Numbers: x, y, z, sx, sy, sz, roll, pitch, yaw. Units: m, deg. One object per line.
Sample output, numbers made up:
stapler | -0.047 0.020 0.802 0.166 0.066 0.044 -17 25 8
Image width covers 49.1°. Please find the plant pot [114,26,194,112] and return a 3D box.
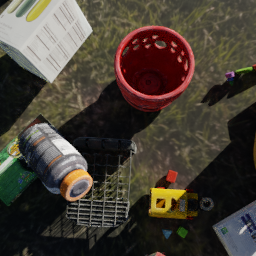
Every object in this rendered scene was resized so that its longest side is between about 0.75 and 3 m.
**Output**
plant pot | 0.783 -1.739 9.365 2.443 2.224 2.443 0 77 0

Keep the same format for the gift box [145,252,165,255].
gift box | 1.144 4.744 8.205 1.846 1.868 2.001 32 60 8

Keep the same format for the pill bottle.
pill bottle | -2.152 1.042 8.443 1.358 1.358 2.557 -45 55 -9

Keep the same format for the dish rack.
dish rack | -0.913 1.745 9.390 2.258 0.803 2.944 4 80 2

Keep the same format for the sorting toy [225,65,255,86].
sorting toy | 4.440 -1.949 10.375 1.673 0.580 0.576 -18 102 -6

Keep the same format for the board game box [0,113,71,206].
board game box | -3.574 1.057 9.745 1.555 0.348 2.967 43 81 6

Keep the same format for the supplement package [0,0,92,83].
supplement package | -2.958 -3.315 9.626 1.899 1.885 2.502 30 79 27

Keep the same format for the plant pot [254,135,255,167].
plant pot | 5.424 0.789 8.547 2.525 2.541 2.600 22 74 5

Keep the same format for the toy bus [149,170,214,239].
toy bus | 1.607 2.465 9.065 2.016 1.042 1.902 -42 81 -8

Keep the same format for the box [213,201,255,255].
box | 4.552 3.451 9.136 2.879 0.523 2.078 -28 79 -5
